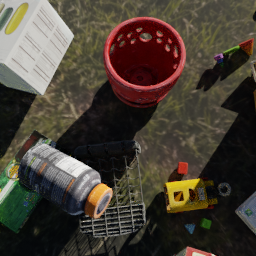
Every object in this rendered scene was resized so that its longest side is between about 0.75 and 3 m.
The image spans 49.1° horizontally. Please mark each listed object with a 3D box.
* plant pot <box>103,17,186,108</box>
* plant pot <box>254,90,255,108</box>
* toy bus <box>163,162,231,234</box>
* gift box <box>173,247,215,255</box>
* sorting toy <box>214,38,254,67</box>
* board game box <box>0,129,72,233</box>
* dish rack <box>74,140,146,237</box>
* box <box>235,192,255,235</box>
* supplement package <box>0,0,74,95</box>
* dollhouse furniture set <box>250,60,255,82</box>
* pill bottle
[{"bbox_3d":[0.477,-1.900,9.127,2.443,2.224,2.443,0,73,0],"label":"plant pot"},{"bbox_3d":[5.512,-0.316,8.403,2.525,2.541,2.600,9,69,3],"label":"plant pot"},{"bbox_3d":[2.078,2.054,8.631,1.902,1.042,2.016,36,78,9],"label":"toy bus"},{"bbox_3d":[2.081,4.318,7.619,1.846,1.868,2.001,21,56,7],"label":"gift box"},{"bbox_3d":[3.987,-2.708,10.335,1.673,0.580,0.576,-28,100,-9],"label":"sorting toy"},{"bbox_3d":[-3.298,1.664,9.122,1.555,0.348,2.967,32,77,6],"label":"board game box"},{"bbox_3d":[-0.575,1.840,8.857,2.258,0.803,2.944,-7,76,0],"label":"dish rack"},{"bbox_3d":[5.149,2.488,8.797,2.879,0.523,2.078,-38,78,-9],"label":"box"},{"bbox_3d":[-3.476,-2.745,9.276,1.899,1.885,2.502,15,73,27],"label":"supplement package"},{"bbox_3d":[5.772,-1.806,9.190,2.748,1.950,2.177,-15,89,5],"label":"dollhouse furniture set"},{"bbox_3d":[-1.723,1.539,7.912,2.557,1.358,1.358,25,75,20],"label":"pill bottle"}]
